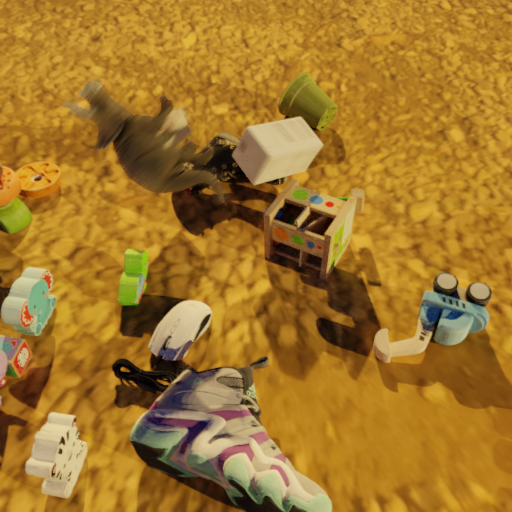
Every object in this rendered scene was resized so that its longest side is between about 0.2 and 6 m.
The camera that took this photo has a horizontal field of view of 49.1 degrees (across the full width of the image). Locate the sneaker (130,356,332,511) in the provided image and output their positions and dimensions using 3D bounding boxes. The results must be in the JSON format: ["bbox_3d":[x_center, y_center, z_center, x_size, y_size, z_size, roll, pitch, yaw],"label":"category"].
[{"bbox_3d":[-0.078,1.954,6.632,2.450,0.952,1.713,19,50,17],"label":"sneaker"}]

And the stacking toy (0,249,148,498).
[{"bbox_3d":[-3.345,1.106,7.482,2.959,0.922,3.925,6,46,6],"label":"stacking toy"}]

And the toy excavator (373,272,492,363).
[{"bbox_3d":[2.472,0.968,7.837,1.384,0.711,1.423,16,57,17],"label":"toy excavator"}]

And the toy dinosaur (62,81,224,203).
[{"bbox_3d":[-1.333,-1.309,7.293,1.172,0.882,2.292,-38,82,-20],"label":"toy dinosaur"}]

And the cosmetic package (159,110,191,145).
[{"bbox_3d":[-1.688,-1.991,9.398,0.573,0.484,1.110,0,33,38],"label":"cosmetic package"}]

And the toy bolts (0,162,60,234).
[{"bbox_3d":[-4.588,-1.575,9.733,1.913,1.327,1.827,19,49,18],"label":"toy bolts"}]

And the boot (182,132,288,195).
[{"bbox_3d":[-0.516,-1.483,10.117,1.903,0.687,1.437,32,56,33],"label":"boot"}]

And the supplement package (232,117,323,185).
[{"bbox_3d":[0.350,-1.714,9.078,1.212,0.690,0.664,-21,68,-38],"label":"supplement package"}]

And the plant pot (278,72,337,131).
[{"bbox_3d":[1.135,-3.091,11.563,0.952,1.002,1.002,42,58,17],"label":"plant pot"}]

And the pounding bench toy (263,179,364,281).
[{"bbox_3d":[0.922,-0.642,9.085,1.239,0.987,1.588,22,50,20],"label":"pounding bench toy"}]

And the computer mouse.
[{"bbox_3d":[-1.193,1.145,7.813,0.900,0.360,1.641,18,49,18],"label":"computer mouse"}]
